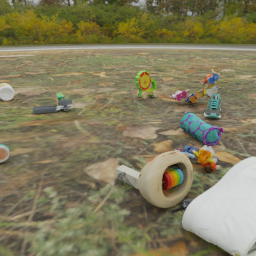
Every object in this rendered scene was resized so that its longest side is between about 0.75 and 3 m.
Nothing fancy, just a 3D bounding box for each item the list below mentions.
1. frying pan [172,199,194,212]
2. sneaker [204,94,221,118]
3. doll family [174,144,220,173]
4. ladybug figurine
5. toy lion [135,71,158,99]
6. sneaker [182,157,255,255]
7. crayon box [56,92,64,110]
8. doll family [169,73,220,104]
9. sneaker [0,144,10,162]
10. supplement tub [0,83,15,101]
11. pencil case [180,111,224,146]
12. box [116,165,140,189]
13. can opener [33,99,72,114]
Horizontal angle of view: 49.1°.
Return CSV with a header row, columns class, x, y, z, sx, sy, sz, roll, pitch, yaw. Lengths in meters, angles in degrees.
class,x,y,z,sx,sy,sz,roll,pitch,yaw
frying pan,1.333,1.779,6.507,0.729,0.119,0.441,1,20,-6
sneaker,3.882,-1.034,12.731,0.751,0.883,1.936,6,22,15
doll family,1.927,0.788,8.232,1.553,0.700,0.964,10,23,24
ladybug figurine,0.878,1.169,6.552,0.661,1.248,1.838,-1,1,44
toy lion,0.986,-2.358,15.150,0.526,1.467,1.531,11,16,43
sneaker,2.590,1.641,5.790,2.735,1.007,1.580,-28,35,-33
crayon box,-3.359,-1.358,13.935,0.308,0.628,1.058,-7,21,-18
doll family,3.509,-1.706,14.028,2.685,1.210,1.667,-27,7,10
sneaker,-4.507,0.823,8.365,1.812,0.647,0.724,-6,13,-22
supplement tub,-6.713,-1.992,15.310,0.823,0.823,1.132,-12,24,-27
pencil case,2.612,0.003,10.191,0.816,0.752,1.767,-32,28,-6
box,0.062,1.296,7.436,0.818,0.336,0.280,17,28,40
can opener,-3.523,-1.042,13.134,1.813,0.606,0.484,-6,22,-15
